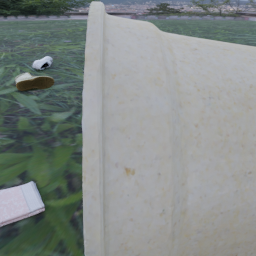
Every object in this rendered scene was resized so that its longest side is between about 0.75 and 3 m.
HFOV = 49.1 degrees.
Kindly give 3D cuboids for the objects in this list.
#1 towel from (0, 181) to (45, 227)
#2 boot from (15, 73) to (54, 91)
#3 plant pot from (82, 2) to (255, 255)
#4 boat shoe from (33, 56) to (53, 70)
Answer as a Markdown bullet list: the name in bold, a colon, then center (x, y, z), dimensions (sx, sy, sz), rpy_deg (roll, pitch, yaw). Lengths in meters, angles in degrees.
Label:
- **towel**: center (-1.828, 1.207, 4.576), dimensions (0.768, 0.130, 0.804), rpy_deg (-14, 29, -27)
- **boot**: center (-3.471, -1.762, 10.348), dimensions (1.328, 0.479, 1.027), rpy_deg (-13, 28, -21)
- **plant pot**: center (1.023, 0.262, 3.020), dimensions (2.725, 2.977, 2.977), rpy_deg (-1, 26, -3)
- **boat shoe**: center (-3.800, -2.955, 12.877), dimensions (0.461, 0.485, 1.346), rpy_deg (28, 24, 7)
